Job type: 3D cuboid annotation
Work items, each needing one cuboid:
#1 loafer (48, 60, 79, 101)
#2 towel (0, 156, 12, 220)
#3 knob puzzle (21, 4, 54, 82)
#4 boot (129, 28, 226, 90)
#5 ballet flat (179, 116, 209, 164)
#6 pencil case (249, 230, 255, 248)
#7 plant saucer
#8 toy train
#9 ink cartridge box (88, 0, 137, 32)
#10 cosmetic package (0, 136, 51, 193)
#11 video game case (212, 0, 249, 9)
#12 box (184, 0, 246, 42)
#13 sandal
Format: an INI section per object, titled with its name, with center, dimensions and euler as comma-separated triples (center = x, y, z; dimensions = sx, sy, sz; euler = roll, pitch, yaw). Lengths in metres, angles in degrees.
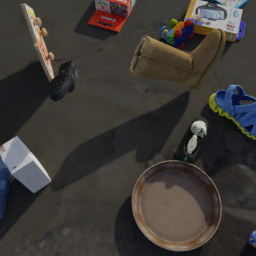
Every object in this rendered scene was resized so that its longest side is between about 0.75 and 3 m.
[loafer]
center = -1.836, -1.328, 8.315
dimensions = 0.667, 0.689, 1.963
euler = -15, 35, 15
[towel]
center = -4.488, 1.821, 9.136
dimensions = 1.251, 0.544, 2.241
euler = 0, 64, 1
[knob puzzle]
center = -3.113, -3.035, 10.462
dimensions = 0.439, 3.167, 3.167
euler = -17, 64, -7
[boot]
center = 1.768, -2.663, 9.871
dimensions = 2.845, 2.492, 0.941
euler = 12, 23, -23
[ballet flat]
center = 2.402, 0.325, 9.798
dimensions = 0.699, 0.703, 2.055
euler = 20, 64, 12
[pencil case]
center = 4.359, 3.659, 8.082
dimensions = 0.683, 0.760, 1.751
euler = -40, 70, -22
[plant saucer]
center = 1.504, 2.406, 8.894
dimensions = 2.789, 0.447, 2.789
euler = 0, 64, -1
[toy train]
center = 2.324, -4.423, 12.110
dimensions = 1.136, 0.831, 1.963
euler = 35, 76, 31
[ink cartridge box]
center = -0.586, -5.871, 12.898
dimensions = 1.621, 0.749, 2.975
euler = 18, 64, 9
[cosmetic package]
center = -3.131, 1.185, 8.629
dimensions = 0.739, 1.995, 1.014
euler = -35, 68, -18
[video game case]
center = 4.718, -6.355, 13.487
dimensions = 1.321, 0.164, 1.846
euler = -40, 70, -18
[box]
center = 3.910, -4.802, 12.496
dimensions = 2.671, 0.554, 1.590
euler = 15, 64, 10
[sandal]
center = 4.303, -0.572, 9.966
dimensions = 2.886, 1.256, 1.147
euler = 32, 66, 13
